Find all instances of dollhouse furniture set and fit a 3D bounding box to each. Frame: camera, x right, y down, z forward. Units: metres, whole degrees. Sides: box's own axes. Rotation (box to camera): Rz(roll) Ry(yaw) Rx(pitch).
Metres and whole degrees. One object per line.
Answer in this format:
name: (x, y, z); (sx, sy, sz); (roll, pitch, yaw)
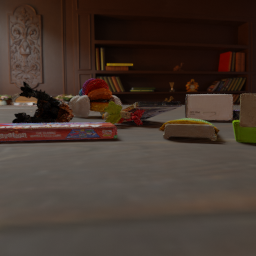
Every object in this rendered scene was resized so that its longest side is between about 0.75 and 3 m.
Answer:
dollhouse furniture set: (1.931, -0.306, 5.339); (2.580, 0.996, 1.290); (2, 5, 17)

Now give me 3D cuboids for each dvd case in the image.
dvd case: (0.454, -0.505, 9.066); (1.593, 0.171, 2.142); (-3, -9, -29)

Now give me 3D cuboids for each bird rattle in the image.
bird rattle: (-0.186, -0.374, 8.080); (1.233, 0.694, 1.005); (-1, -4, -35)

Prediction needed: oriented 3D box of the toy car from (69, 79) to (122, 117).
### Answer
toy car: (-1.494, -1.365, 12.565); (1.986, 1.702, 2.270); (-4, 7, -28)

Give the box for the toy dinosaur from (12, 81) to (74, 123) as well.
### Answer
toy dinosaur: (-2.090, -0.499, 7.494); (1.571, 1.183, 2.315); (15, -26, -35)

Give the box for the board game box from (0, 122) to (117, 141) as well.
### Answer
board game box: (-1.558, 0.051, 5.599); (2.550, 0.248, 1.312); (-1, 7, -10)

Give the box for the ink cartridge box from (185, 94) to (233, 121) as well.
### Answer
ink cartridge box: (3.106, -0.832, 10.944); (1.657, 0.965, 2.275); (1, 7, 13)

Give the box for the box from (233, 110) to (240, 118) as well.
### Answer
box: (4.617, -0.568, 11.492); (0.610, 0.341, 0.865); (4, 6, 10)
